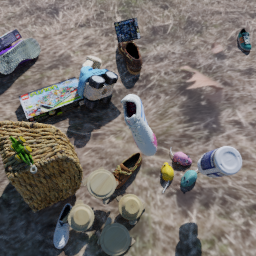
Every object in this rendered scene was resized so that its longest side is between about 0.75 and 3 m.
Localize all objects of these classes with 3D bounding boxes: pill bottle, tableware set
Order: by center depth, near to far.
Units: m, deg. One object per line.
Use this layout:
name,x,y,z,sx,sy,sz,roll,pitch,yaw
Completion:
pill bottle,2.715,1.083,8.574,0.833,1.501,0.833,3,75,-11
tableware set,-0.682,2.757,9.285,2.612,0.303,2.182,37,66,1

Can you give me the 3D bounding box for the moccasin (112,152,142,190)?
moccasin,-0.112,1.564,10.295,1.770,0.683,0.647,-36,61,-23

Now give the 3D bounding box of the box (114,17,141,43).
box,-0.045,-4.258,12.232,1.115,0.886,0.257,2,24,36

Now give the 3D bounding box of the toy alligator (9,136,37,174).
toy alligator,-2.781,0.724,7.559,0.435,0.315,1.313,-40,72,4

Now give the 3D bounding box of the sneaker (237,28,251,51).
sneaker,6.263,-4.753,14.995,0.511,0.573,1.433,-5,54,-3

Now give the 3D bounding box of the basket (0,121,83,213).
basket,-2.818,1.001,9.301,2.099,2.941,2.191,-23,57,-16

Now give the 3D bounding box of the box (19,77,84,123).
box,-3.315,-1.260,12.497,2.702,0.469,1.487,-23,57,-16

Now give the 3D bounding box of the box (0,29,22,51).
box,-6.843,-3.939,13.980,1.594,0.503,2.896,8,46,47

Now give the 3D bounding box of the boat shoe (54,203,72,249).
boat shoe,-2.152,3.191,9.240,0.522,0.464,1.419,3,54,2

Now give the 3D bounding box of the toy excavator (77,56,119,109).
toy excavator,-1.596,-2.377,12.681,2.655,1.326,2.582,39,40,22

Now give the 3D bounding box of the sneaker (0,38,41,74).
sneaker,-5.723,-3.616,13.899,1.455,1.017,2.926,3,37,33

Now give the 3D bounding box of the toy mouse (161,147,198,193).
toy mouse,2.105,1.490,10.543,1.703,0.371,1.916,0,54,0

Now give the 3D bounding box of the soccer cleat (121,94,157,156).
soccer cleat,0.269,-0.027,8.689,0.722,0.893,2.068,-19,92,27

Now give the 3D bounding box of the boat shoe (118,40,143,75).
boat shoe,0.140,-3.945,14.182,0.960,0.959,2.727,-15,54,-11
